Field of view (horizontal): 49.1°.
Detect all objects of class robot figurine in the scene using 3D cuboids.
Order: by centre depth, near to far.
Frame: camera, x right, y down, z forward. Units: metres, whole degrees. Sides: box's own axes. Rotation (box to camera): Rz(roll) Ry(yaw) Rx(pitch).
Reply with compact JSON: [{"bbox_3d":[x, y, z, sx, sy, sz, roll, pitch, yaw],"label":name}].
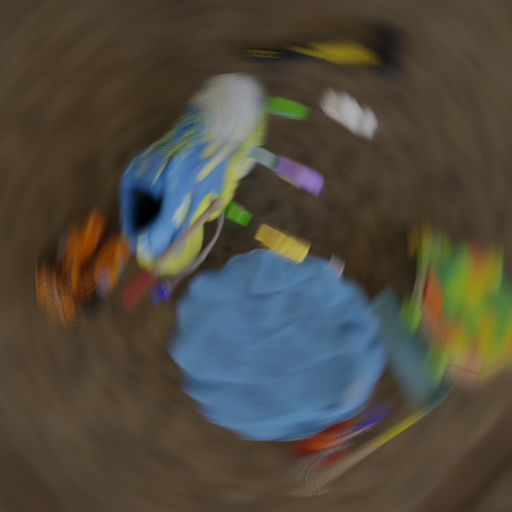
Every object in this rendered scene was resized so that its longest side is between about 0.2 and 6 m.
[{"bbox_3d":[-2.736,0.222,8.678,1.181,0.474,1.629,39,87,4],"label":"robot figurine"}]

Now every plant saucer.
[{"bbox_3d":[2.286,1.483,8.657,0.635,0.172,1.818,-30,87,-24],"label":"plant saucer"}]

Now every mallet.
[{"bbox_3d":[1.157,-3.135,8.992,2.417,0.497,0.796,-8,90,4],"label":"mallet"}]

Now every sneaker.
[{"bbox_3d":[-0.945,-1.347,8.099,1.237,1.716,3.266,19,86,16],"label":"sneaker"}]

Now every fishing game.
[{"bbox_3d":[0.278,1.261,8.124,4.260,0.662,3.051,44,108,-1],"label":"fishing game"}]

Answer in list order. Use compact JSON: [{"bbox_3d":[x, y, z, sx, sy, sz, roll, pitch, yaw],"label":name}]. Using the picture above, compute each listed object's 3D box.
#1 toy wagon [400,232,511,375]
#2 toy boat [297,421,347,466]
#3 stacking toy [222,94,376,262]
[{"bbox_3d":[3.040,0.633,8.478,1.740,0.444,2.243,-26,83,-15],"label":"toy wagon"},{"bbox_3d":[1.003,2.698,8.409,0.620,0.621,0.950,19,86,5],"label":"toy boat"},{"bbox_3d":[0.326,-1.219,7.666,0.618,2.630,1.983,24,97,-28],"label":"stacking toy"}]
